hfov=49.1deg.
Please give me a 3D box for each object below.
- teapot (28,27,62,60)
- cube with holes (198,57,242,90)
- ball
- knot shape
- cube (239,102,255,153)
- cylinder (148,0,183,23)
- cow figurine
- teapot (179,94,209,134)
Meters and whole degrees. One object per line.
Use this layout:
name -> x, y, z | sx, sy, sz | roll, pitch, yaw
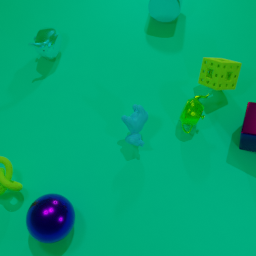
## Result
teapot -> -2.555, -2.652, 8.702 | 0.784, 0.996, 1.601 | 17, 26, -2
cube with holes -> 2.638, -1.576, 8.100 | 0.765, 0.765, 0.765 | -6, 25, -28
ball -> -1.767, 2.063, 6.430 | 1.096, 1.096, 1.096 | 0, 64, 0
knot shape -> -3.013, 1.257, 6.862 | 0.985, 1.052, 0.486 | 26, 38, 25
cube -> 3.553, 0.035, 7.370 | 0.989, 0.989, 0.989 | 12, 65, 24
cylinder -> 1.305, -4.336, 9.496 | 1.079, 1.079, 1.079 | 12, 54, 6
cow figurine -> 0.250, -0.026, 7.435 | 0.967, 0.531, 0.952 | -46, 116, -13
teapot -> 1.829, -0.451, 7.748 | 0.624, 0.792, 1.274 | 24, 88, 4
